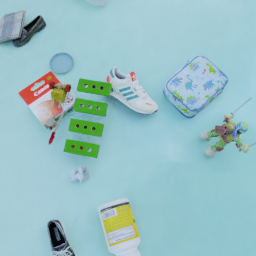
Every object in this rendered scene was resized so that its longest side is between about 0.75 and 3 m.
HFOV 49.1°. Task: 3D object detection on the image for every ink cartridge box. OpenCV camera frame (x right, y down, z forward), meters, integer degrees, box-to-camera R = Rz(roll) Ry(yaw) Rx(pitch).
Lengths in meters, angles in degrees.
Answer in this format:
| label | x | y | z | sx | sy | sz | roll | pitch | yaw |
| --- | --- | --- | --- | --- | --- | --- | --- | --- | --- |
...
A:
| label | x | y | z | sx | sy | sz | roll | pitch | yaw |
| --- | --- | --- | --- | --- | --- | --- | --- | --- | --- |
| ink cartridge box | -3.365 | -1.322 | 11.772 | 1.800 | 0.556 | 2.219 | -38 | 77 | -13 |

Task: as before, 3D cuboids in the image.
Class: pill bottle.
| label | x | y | z | sx | sy | sz | roll | pitch | yaw |
| --- | --- | --- | --- | --- | --- | --- | --- | --- | --- |
| pill bottle | -0.246 | 3.580 | 9.644 | 1.148 | 1.148 | 2.062 | -15 | 71 | -6 |

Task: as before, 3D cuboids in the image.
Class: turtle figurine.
| label | x | y | z | sx | sy | sz | roll | pitch | yaw |
| --- | --- | --- | --- | --- | --- | --- | --- | --- | --- |
| turtle figurine | 3.928 | 0.269 | 10.545 | 1.524 | 2.054 | 2.118 | 53 | 50 | -2 |

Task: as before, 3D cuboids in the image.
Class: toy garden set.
| label | x | y | z | sx | sy | sz | roll | pitch | yaw |
| --- | --- | --- | --- | --- | --- | --- | --- | --- | --- |
| toy garden set | -2.056 | -0.466 | 10.903 | 2.426 | 0.581 | 2.911 | 10 | 81 | 6 |

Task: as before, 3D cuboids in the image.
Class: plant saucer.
| label | x | y | z | sx | sy | sz | roll | pitch | yaw |
| --- | --- | --- | --- | --- | --- | --- | --- | --- | --- |
| plant saucer | -2.959 | -2.895 | 12.553 | 1.078 | 0.148 | 1.078 | 0 | 69 | 0 |

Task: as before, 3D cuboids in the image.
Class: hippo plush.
| label | x | y | z | sx | sy | sz | roll | pitch | yaw |
| --- | --- | --- | --- | --- | --- | --- | --- | --- | --- |
| hippo plush | -1.868 | 1.853 | 10.690 | 0.603 | 0.598 | 0.750 | -17 | 59 | 23 |

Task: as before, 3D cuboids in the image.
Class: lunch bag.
| label | x | y | z | sx | sy | sz | roll | pitch | yaw |
| --- | --- | --- | --- | --- | --- | --- | --- | --- | --- |
| lunch bag | 2.775 | -1.760 | 11.683 | 2.378 | 0.980 | 1.912 | -42 | 77 | -13 |

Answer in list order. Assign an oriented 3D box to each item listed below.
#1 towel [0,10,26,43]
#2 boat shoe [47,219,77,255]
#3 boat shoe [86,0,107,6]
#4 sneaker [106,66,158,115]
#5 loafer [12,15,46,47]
| label | x | y | z | sx | sy | sz | roll | pitch | yaw |
| --- | --- | --- | --- | --- | --- | --- | --- | --- | --- |
| towel | -5.481 | -4.687 | 12.896 | 1.533 | 0.275 | 1.592 | -6 | 67 | 21 |
| boat shoe | -2.259 | 4.181 | 9.640 | 0.791 | 0.732 | 2.142 | -18 | 71 | -7 |
| boat shoe | -2.020 | -6.756 | 13.629 | 2.491 | 0.894 | 0.844 | 24 | 73 | 16 |
| sneaker | 0.187 | -1.568 | 11.379 | 2.577 | 1.205 | 0.907 | 33 | 35 | 14 |
| loafer | -4.636 | -4.523 | 12.909 | 0.673 | 0.589 | 1.873 | 40 | 75 | 13 |
